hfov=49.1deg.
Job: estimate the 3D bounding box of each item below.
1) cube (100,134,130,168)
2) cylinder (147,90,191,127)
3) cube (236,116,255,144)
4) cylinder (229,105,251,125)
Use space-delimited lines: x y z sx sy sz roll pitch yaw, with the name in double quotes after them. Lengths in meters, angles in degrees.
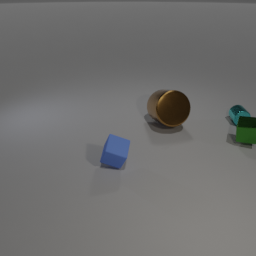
-0.405 0.737 8.831 0.700 0.700 0.700 19 49 -9 "cube"
1.604 -0.834 11.299 1.400 1.400 1.400 -6 10 -10 "cylinder"
4.305 0.066 10.072 0.700 0.700 0.700 8 40 26 "cube"
4.715 -0.536 11.854 0.700 0.700 0.700 0 28 0 "cylinder"
